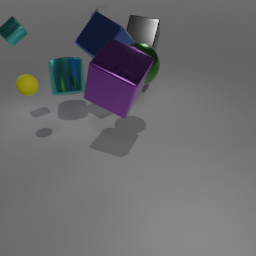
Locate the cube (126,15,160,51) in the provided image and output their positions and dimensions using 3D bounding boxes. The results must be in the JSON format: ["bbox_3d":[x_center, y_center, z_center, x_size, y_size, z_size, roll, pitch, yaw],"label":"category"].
[{"bbox_3d":[0.684,-4.312,13.367,1.400,1.400,1.400,13,-6,8],"label":"cube"}]

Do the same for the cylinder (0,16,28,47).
[{"bbox_3d":[-3.846,-3.217,9.348,0.700,0.700,0.700,-42,40,-1],"label":"cylinder"}]

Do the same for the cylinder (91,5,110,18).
[{"bbox_3d":[-1.367,-5.582,13.861,0.700,0.700,0.700,-29,10,-39],"label":"cylinder"}]

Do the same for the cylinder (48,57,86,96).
[{"bbox_3d":[-2.507,-2.110,11.597,1.400,1.400,1.400,-6,6,1],"label":"cylinder"}]

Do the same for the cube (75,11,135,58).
[{"bbox_3d":[-0.822,-3.158,10.481,1.400,1.400,1.400,38,5,23],"label":"cube"}]

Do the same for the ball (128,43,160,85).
[{"bbox_3d":[0.347,-2.089,9.240,1.400,1.400,1.400,0,31,0],"label":"ball"}]

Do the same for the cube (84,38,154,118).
[{"bbox_3d":[-0.283,-1.425,8.094,1.400,1.400,1.400,27,52,4],"label":"cube"}]

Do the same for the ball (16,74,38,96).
[{"bbox_3d":[-3.309,-1.408,9.198,0.700,0.700,0.700,0,31,0],"label":"ball"}]
